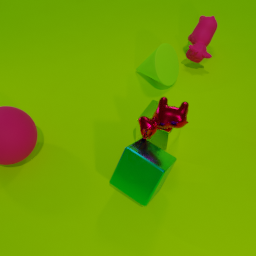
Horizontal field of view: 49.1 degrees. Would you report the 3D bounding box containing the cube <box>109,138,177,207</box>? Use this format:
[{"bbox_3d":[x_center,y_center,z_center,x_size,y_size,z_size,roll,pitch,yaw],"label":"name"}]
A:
[{"bbox_3d":[0.324,0.881,5.826,0.906,0.906,0.906,31,22,16],"label":"cube"}]

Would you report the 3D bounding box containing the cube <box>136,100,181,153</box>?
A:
[{"bbox_3d":[0.779,-0.011,6.988,0.875,0.875,0.875,23,51,20],"label":"cube"}]

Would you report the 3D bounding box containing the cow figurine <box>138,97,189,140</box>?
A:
[{"bbox_3d":[0.781,-0.138,6.199,1.073,0.589,1.056,14,73,15],"label":"cow figurine"}]

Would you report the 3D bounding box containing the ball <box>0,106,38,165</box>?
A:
[{"bbox_3d":[-2.781,0.168,6.429,1.345,1.345,1.345,0,47,0],"label":"ball"}]

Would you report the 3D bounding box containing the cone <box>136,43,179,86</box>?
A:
[{"bbox_3d":[0.730,-1.925,8.854,1.274,1.269,1.269,2,39,42],"label":"cone"}]

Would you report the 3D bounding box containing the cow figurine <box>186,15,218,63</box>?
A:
[{"bbox_3d":[2.447,-2.928,9.184,0.832,1.515,1.491,23,24,-9],"label":"cow figurine"}]
